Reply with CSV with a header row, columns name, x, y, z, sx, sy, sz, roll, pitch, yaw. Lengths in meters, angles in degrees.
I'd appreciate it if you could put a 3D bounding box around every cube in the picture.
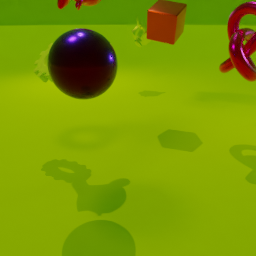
name,x,y,z,sx,sy,sz,roll,pitch,yaw
cube,0.969,-2.688,7.091,0.764,0.764,0.764,19,49,19

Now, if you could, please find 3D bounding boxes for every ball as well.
name,x,y,z,sx,sy,sz,roll,pitch,yaw
ball,-0.620,-0.873,3.877,0.957,0.957,0.957,0,22,0

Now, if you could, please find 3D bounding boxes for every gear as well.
name,x,y,z,sx,sy,sz,roll,pitch,yaw
gear,-1.434,-1.397,5.690,1.051,0.194,1.051,-16,52,21

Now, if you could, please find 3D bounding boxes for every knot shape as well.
name,x,y,z,sx,sy,sz,roll,pitch,yaw
knot shape,2.447,-1.694,6.016,0.752,1.626,1.522,9,-9,9

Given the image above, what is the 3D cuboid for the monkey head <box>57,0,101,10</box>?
name,x,y,z,sx,sy,sz,roll,pitch,yaw
monkey head,-0.854,-2.490,5.110,0.817,0.976,1.357,31,47,-5

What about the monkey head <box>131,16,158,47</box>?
name,x,y,z,sx,sy,sz,roll,pitch,yaw
monkey head,0.607,-3.630,10.919,0.818,1.357,0.976,-36,27,31
